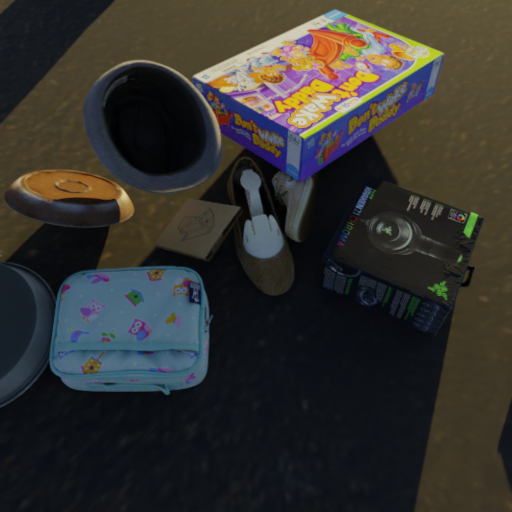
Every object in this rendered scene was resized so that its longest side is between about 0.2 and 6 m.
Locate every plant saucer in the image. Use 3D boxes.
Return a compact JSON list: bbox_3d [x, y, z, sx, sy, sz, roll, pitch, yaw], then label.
[{"bbox_3d":[-3.105,-1.043,9.444,2.091,0.335,2.091,12,23,-5],"label":"plant saucer"}]

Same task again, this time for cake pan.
[{"bbox_3d":[-4.249,1.122,8.407,2.478,0.454,2.478,-1,64,3],"label":"cake pan"}]

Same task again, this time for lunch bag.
[{"bbox_3d":[-1.792,1.117,8.338,2.319,0.894,1.860,-2,57,-1],"label":"lunch bag"}]

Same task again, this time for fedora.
[{"bbox_3d":[-1.748,-1.947,9.230,2.123,1.084,2.400,-26,85,-26],"label":"fedora"}]

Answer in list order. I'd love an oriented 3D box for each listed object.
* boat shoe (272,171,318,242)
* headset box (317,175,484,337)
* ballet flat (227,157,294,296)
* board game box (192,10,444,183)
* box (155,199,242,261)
[{"bbox_3d":[0.662,-1.170,9.931,0.750,0.833,2.309,4,51,9],"label":"boat shoe"},{"bbox_3d":[2.372,-0.009,9.014,2.168,1.006,1.887,24,60,15],"label":"headset box"},{"bbox_3d":[0.025,-0.637,9.450,0.903,0.963,2.663,-10,57,-4],"label":"ballet flat"},{"bbox_3d":[1.231,-3.260,10.738,2.746,0.914,4.084,36,56,28],"label":"board game box"},{"bbox_3d":[-0.982,-0.473,9.427,1.313,0.140,1.074,14,63,42],"label":"box"}]
